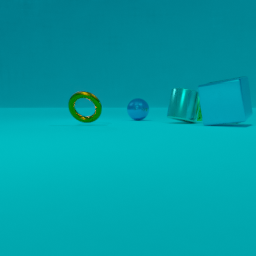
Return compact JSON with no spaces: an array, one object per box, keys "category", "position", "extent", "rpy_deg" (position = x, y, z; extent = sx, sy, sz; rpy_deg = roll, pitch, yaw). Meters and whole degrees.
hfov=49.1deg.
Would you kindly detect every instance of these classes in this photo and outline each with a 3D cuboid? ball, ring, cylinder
[{"category":"ball","position":[0.456,-0.841,12.669],"extent":[1.009,1.009,1.009],"rpy_deg":[0,5,0]},{"category":"ring","position":[-1.443,-0.689,9.409],"extent":[1.164,1.164,0.233],"rpy_deg":[1,30,8]},{"category":"cylinder","position":[2.129,-0.846,10.649],"extent":[1.134,1.134,1.134],"rpy_deg":[11,0,0]}]

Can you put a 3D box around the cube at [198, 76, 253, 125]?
[{"category":"cube","position":[3.287,-0.919,9.414],"extent":[1.351,1.351,1.351],"rpy_deg":[-6,9,34]}]

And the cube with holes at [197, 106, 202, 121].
[{"category":"cube with holes","position":[2.815,-0.741,12.567],"extent":[0.823,0.823,0.823],"rpy_deg":[0,4,0]}]
